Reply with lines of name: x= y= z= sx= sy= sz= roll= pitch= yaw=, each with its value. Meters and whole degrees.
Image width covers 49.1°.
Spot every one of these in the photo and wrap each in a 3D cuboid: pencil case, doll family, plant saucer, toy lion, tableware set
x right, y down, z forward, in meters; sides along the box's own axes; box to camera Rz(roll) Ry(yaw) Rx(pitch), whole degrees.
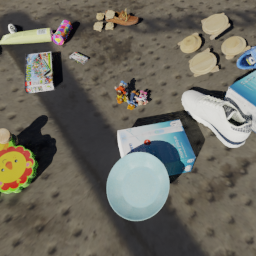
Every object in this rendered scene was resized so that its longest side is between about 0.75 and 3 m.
pencil case: x=-3.081 y=-4.478 z=13.107 sx=0.600 sy=0.600 sz=1.358 roll=11 pitch=51 yaw=8
doll family: x=0.057 y=-1.105 z=10.577 sx=1.374 sy=0.619 sz=0.853 roll=24 pitch=47 yaw=-4
plant saucer: x=0.291 y=1.559 z=7.535 sx=1.811 sy=0.349 sz=1.811 roll=-9 pitch=67 yaw=23
toy lion: x=-3.928 y=1.180 z=8.633 sx=2.075 sy=0.712 sz=1.989 roll=-29 pitch=70 yaw=-8
tableware set: x=-1.154 y=-5.254 z=13.719 sx=0.986 sy=0.137 sz=1.180 roll=4 pitch=77 yaw=13
tableware set: x=3.500 y=-3.573 z=11.963 sx=2.436 sy=0.338 sz=2.916 roll=-29 pitch=55 yaw=15

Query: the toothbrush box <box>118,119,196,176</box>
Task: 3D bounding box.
toothbrush box: x=0.829 y=0.723 z=8.862 sx=2.104 sy=0.897 sz=1.540 roll=-10 pitch=53 yaw=-6

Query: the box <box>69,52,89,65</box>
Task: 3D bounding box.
box: x=-2.147 y=-3.055 z=12.271 sx=0.760 sy=0.132 sz=0.418 roll=29 pitch=58 yaw=20

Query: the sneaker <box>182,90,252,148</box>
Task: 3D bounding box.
sneaker: x=3.058 y=-0.614 z=9.760 sx=1.080 sy=1.138 sz=2.827 roll=-34 pitch=58 yaw=-21

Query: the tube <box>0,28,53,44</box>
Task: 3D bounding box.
tube: x=-4.681 y=-4.189 z=12.928 sx=2.376 sy=0.689 sz=0.617 roll=-6 pitch=90 yaw=-1

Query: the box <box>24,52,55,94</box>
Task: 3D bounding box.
box: x=-3.655 y=-2.320 z=11.559 sx=1.125 sy=0.355 sz=2.044 roll=-9 pitch=53 yaw=-7

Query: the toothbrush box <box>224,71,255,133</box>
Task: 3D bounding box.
toothbrush box: x=5.005 y=-1.133 z=10.190 sx=2.471 sy=1.054 sz=1.809 roll=-31 pitch=58 yaw=-22

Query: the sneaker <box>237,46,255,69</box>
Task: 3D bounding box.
sneaker: x=5.309 y=-2.864 z=10.906 sx=1.053 sy=2.559 sz=0.946 roll=-30 pitch=93 yaw=-16

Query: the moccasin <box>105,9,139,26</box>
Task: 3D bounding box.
moccasin: x=-0.293 y=-5.513 z=13.843 sx=1.697 sy=0.655 sz=0.621 roll=19 pitch=55 yaw=14

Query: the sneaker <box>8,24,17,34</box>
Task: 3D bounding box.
sneaker: x=-5.569 y=-4.806 z=13.480 sx=0.358 sy=0.377 sz=0.936 roll=-24 pitch=54 yaw=-16
